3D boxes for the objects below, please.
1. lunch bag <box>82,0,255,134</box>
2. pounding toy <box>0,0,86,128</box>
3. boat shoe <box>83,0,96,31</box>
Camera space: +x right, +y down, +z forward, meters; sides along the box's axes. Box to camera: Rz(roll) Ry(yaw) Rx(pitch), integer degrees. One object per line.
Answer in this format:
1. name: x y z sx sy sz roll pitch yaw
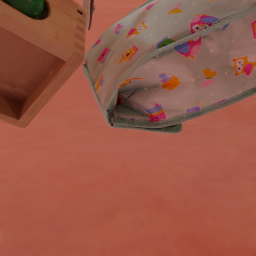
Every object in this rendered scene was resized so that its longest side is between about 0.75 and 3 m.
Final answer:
1. lunch bag: 0.595 -1.195 4.897 2.775 1.692 2.364 -26 39 1
2. pounding toy: -1.739 -1.602 4.431 2.375 2.579 1.834 25 44 -33
3. boat shoe: -1.184 -3.855 9.004 0.460 1.466 0.533 -15 41 -32
